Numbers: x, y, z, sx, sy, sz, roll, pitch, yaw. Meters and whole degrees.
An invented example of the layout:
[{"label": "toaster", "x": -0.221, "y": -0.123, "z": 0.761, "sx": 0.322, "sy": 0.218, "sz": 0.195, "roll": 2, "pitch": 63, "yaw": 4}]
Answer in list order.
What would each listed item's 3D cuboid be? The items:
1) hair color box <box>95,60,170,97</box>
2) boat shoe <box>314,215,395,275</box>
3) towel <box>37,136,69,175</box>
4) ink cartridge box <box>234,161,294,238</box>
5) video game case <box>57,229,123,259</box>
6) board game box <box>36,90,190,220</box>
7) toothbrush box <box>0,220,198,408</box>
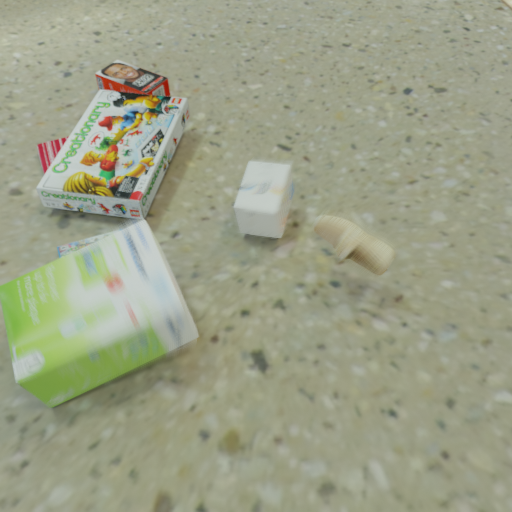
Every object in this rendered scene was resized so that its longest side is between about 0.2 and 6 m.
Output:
[{"label": "hair color box", "x": -3.403, "y": -4.723, "z": 15.439, "sx": 1.873, "sy": 0.573, "sz": 0.950, "roll": 25, "pitch": 53, "yaw": 22}, {"label": "boat shoe", "x": 1.707, "y": -0.182, "z": 10.090, "sx": 1.585, "sy": 0.584, "sz": 0.548, "roll": 28, "pitch": 60, "yaw": 9}, {"label": "towel", "x": -3.787, "y": -2.392, "z": 13.462, "sx": 2.625, "sy": 0.295, "sz": 1.899, "roll": -18, "pitch": 52, "yaw": -14}, {"label": "ink cartridge box", "x": 0.184, "y": -1.148, "z": 11.516, "sx": 0.905, "sy": 0.922, "sz": 1.252, "roll": 8, "pitch": 60, "yaw": 14}, {"label": "video game case", "x": -3.257, "y": -0.023, "z": 11.352, "sx": 1.366, "sy": 0.122, "sz": 0.977, "roll": -17, "pitch": 49, "yaw": -16}, {"label": "board game box", "x": -3.129, "y": -2.448, "z": 12.883, "sx": 2.313, "sy": 0.634, "sz": 3.664, "roll": 7, "pitch": 51, "yaw": 8}, {"label": "toothbrush box", "x": -2.614, "y": 0.923, "z": 9.292, "sx": 2.698, "sy": 1.161, "sz": 1.965, "roll": -24, "pitch": 54, "yaw": -7}]
